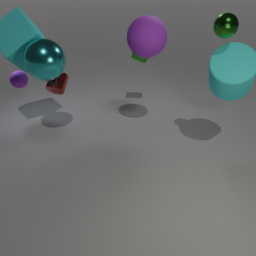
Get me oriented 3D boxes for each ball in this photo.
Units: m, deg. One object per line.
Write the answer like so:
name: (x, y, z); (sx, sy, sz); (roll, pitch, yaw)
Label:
ball: (-4.380, -1.948, 11.251); (0.700, 0.700, 0.700); (0, 29, 0)
ball: (-2.819, -2.304, 9.513); (1.400, 1.400, 1.400); (0, 29, 0)
ball: (0.655, -3.149, 9.688); (1.400, 1.400, 1.400); (0, 29, 0)
ball: (2.810, -2.938, 8.041); (0.700, 0.700, 0.700); (0, 29, 0)

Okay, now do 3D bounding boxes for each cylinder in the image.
cylinder: (-2.645, -1.702, 10.459); (0.700, 0.700, 0.700); (12, -15, 3)
cylinder: (3.312, -1.757, 8.947); (1.400, 1.400, 1.400); (10, -13, 18)

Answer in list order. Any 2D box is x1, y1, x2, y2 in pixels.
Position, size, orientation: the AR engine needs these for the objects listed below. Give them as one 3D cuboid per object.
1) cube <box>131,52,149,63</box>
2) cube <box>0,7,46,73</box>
cube: (0.617, -3.425, 12.339); (0.700, 0.700, 0.700); (18, 52, -18)
cube: (-3.853, -3.163, 10.205); (1.400, 1.400, 1.400); (-38, 75, 2)
